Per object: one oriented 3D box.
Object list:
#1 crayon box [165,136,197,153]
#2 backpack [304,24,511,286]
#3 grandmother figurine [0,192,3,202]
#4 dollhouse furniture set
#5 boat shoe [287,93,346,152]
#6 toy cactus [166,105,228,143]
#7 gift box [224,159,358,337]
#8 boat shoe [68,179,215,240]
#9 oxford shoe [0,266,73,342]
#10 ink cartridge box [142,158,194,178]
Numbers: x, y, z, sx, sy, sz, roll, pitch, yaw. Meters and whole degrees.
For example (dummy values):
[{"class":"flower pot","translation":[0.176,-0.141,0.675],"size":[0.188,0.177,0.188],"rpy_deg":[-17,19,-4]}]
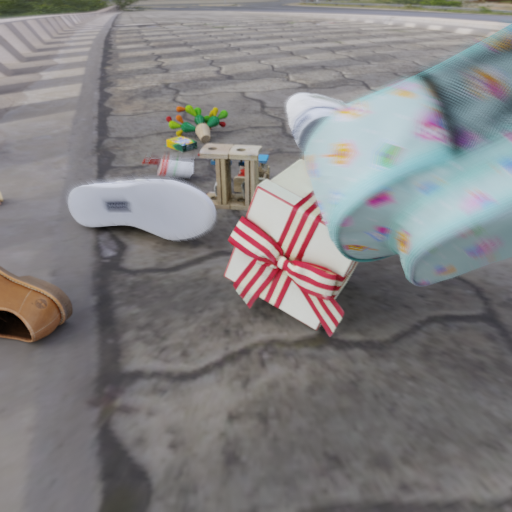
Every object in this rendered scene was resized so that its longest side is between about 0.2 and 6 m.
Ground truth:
[{"class":"crayon box","translation":[-1.923,-2.839,14.170],"size":[0.767,0.198,0.482],"rpy_deg":[24,37,37]},{"class":"backpack","translation":[1.832,-0.792,5.680],"size":[2.531,2.225,1.940],"rpy_deg":[-14,71,12]},{"class":"grandmother figurine","translation":[-5.469,-1.027,10.847],"size":[1.030,0.312,0.625],"rpy_deg":[-19,6,-26]},{"class":"dollhouse furniture set","translation":[-0.399,-1.779,11.282],"size":[1.141,1.148,1.628],"rpy_deg":[5,30,8]},{"class":"boat shoe","translation":[1.698,-2.111,9.441],"size":[2.912,1.076,1.241],"rpy_deg":[6,47,-30]},{"class":"toy cactus","translation":[-1.509,-3.436,14.893],"size":[1.632,0.834,1.347],"rpy_deg":[-6,48,-15]},{"class":"gift box","translation":[0.682,-0.044,7.688],"size":[1.711,1.854,1.731],"rpy_deg":[26,32,15]},{"class":"boat shoe","translation":[-1.907,-0.882,9.862],"size":[2.829,1.018,0.930],"rpy_deg":[1,17,23]},{"class":"oxford shoe","translation":[-3.673,0.580,7.433],"size":[2.327,0.830,0.829],"rpy_deg":[12,36,17]},{"class":"ink cartridge box","translation":[-1.898,-1.878,11.997],"size":[1.037,0.261,0.565],"rpy_deg":[2,-2,-18]}]
